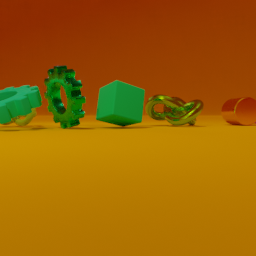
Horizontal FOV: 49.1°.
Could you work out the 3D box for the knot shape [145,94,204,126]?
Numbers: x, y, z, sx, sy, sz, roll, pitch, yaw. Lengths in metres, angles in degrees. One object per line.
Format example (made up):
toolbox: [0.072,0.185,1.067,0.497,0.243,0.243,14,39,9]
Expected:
knot shape: [1.642,-0.570,9.116,1.875,0.866,1.754,12,8,34]

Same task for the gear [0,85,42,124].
gear: [-3.173,-0.545,6.779,2.077,0.384,2.077,-9,22,4]

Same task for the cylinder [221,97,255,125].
cylinder: [3.819,-0.565,9.535,0.927,0.927,0.927,0,3,-9]

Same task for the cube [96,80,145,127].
cube: [-0.213,-0.626,7.601,0.934,0.934,0.934,14,-14,-32]

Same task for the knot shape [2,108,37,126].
knot shape: [-3.407,-0.418,8.582,1.171,0.578,1.251,-20,23,-20]

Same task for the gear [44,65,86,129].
gear: [-1.635,-0.777,7.109,0.288,1.555,1.555,-17,13,-39]
